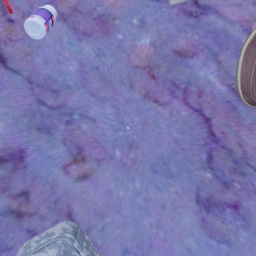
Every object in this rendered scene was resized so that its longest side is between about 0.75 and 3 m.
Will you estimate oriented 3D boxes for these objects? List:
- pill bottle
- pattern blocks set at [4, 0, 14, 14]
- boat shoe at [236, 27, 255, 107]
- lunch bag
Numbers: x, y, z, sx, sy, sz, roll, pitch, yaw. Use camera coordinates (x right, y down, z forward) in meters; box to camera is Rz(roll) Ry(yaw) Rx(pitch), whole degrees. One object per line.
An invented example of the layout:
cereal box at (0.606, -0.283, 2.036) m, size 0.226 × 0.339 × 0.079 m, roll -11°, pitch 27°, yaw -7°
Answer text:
pill bottle at (-1.837, -2.300, 6.006) m, size 0.458 × 0.458 × 0.823 m, roll 12°, pitch 48°, yaw 4°
pattern blocks set at (-2.667, -3.108, 5.473) m, size 0.123 × 1.512 × 1.329 m, roll -24°, pitch 88°, yaw -10°
boat shoe at (3.120, -1.763, 5.847) m, size 0.994 × 0.932 × 2.761 m, roll 24°, pitch 86°, yaw -20°
lunch bag at (-0.840, 2.152, 3.452) m, size 1.085 × 1.306 × 1.557 m, roll -29°, pitch 100°, yaw 3°
